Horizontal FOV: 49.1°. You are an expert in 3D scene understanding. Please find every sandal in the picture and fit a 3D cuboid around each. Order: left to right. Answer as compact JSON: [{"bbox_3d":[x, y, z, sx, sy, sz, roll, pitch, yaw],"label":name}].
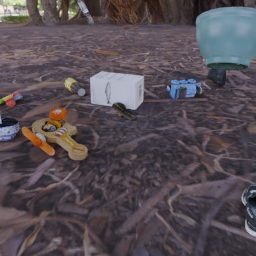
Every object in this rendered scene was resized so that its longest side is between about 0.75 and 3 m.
[{"bbox_3d":[-0.205,-0.674,12.100,0.565,0.377,1.383,-26,51,-38],"label":"sandal"}]

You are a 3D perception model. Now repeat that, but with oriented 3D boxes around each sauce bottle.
[{"bbox_3d":[-2.807,-2.155,14.779,0.640,0.640,1.979,-13,28,-25],"label":"sauce bottle"}]

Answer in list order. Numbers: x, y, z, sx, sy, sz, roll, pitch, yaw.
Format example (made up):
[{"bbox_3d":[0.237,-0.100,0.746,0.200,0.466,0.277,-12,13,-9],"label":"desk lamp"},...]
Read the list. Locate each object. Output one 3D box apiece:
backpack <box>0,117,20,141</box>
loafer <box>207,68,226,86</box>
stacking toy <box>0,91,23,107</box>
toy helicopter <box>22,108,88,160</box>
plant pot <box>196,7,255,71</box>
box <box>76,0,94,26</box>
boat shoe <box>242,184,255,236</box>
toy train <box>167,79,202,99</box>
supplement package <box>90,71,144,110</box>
[{"bbox_3d":[-4.388,0.056,10.073,0.922,0.746,0.968,-9,23,7],"label":"backpack"},{"bbox_3d":[5.142,-3.021,16.265,1.033,1.000,2.944,3,21,17],"label":"loafer"},{"bbox_3d":[-5.702,-1.287,13.481,1.084,0.506,1.197,-21,18,17],"label":"stacking toy"},{"bbox_3d":[-2.345,0.343,9.338,1.690,1.008,2.556,-20,41,-41],"label":"toy helicopter"},{"bbox_3d":[3.438,-2.852,9.517,2.385,1.598,2.385,6,3,0],"label":"plant pot"},{"bbox_3d":[-1.606,-4.392,10.568,0.211,0.690,0.871,-28,69,3],"label":"box"},{"bbox_3d":[3.113,1.818,6.718,0.647,0.516,1.712,6,27,13],"label":"boat shoe"},{"bbox_3d":[2.938,-1.981,14.344,1.818,0.788,1.039,-6,35,-16],"label":"toy train"},{"bbox_3d":[-0.497,-1.803,13.265,2.241,1.310,1.315,9,27,18],"label":"supplement package"}]
